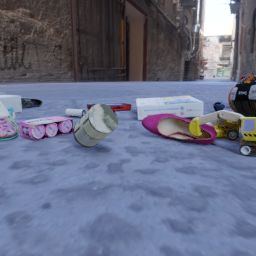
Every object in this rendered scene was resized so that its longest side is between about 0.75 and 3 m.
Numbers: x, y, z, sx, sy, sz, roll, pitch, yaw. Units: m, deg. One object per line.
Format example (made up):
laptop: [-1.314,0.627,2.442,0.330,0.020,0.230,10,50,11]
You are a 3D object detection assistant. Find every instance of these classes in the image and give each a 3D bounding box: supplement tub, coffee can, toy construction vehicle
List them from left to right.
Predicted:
coffee can: [-0.778,-0.036,6.569,0.723,0.723,0.988,-8,-17,-36]
toy construction vehicle: [3.118,-0.052,7.111,2.685,0.946,2.338,6,13,26]
supplement tub: [3.415,-0.756,7.032,1.217,1.217,1.986,-1,4,-7]

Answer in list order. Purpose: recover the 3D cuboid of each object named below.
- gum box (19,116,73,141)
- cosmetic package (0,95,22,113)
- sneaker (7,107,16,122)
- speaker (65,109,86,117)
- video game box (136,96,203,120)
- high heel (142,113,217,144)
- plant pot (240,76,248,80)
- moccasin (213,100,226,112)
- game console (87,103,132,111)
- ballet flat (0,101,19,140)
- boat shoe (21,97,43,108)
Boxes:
gum box: [-2.383,-0.013,8.138,0.783,0.456,1.379,10,15,39]
cosmetic package: [-5.638,-1.039,12.372,1.257,0.775,1.261,6,14,27]
sneaker: [-4.767,-0.504,10.107,1.592,0.634,0.617,2,12,12]
speaker: [-2.145,-0.616,11.427,0.791,0.321,0.321,5,13,22]
video game box: [1.606,-0.897,11.777,2.508,0.644,2.753,-5,12,3]
high heel: [1.290,0.022,7.456,2.071,0.698,0.994,17,5,15]
plant pot: [6.172,-1.643,13.105,1.808,1.647,1.808,0,12,0]
moccasin: [4.039,-0.976,12.403,0.530,0.449,1.317,-36,-2,18]
game console: [-0.943,-1.079,13.715,2.017,0.313,1.784,-2,12,-14]
ballet flat: [-4.082,-0.371,8.525,0.979,1.008,2.832,-7,14,-34]
boat shoe: [-5.004,-1.251,14.098,0.542,0.572,1.635,5,5,29]
